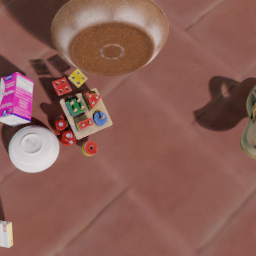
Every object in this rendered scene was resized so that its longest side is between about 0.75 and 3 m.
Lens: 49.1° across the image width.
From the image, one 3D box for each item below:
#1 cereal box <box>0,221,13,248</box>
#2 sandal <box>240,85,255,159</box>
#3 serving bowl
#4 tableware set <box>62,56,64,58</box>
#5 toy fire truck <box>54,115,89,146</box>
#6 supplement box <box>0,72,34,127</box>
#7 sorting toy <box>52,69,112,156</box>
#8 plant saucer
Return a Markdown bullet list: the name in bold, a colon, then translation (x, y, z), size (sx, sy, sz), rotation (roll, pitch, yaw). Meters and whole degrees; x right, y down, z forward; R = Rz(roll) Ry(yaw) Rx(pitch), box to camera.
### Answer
- **cereal box**: translation (-3.240, 2.575, 6.901), size (0.839, 0.166, 0.603), rotation (3, 100, 16)
- **sandal**: translation (3.745, -0.346, 7.577), size (1.097, 0.737, 2.730), rotation (21, 54, 15)
- **serving bowl**: translation (-2.582, 0.501, 7.629), size (1.345, 0.442, 1.345), rotation (3, 66, -6)
- **tableware set**: translation (-0.638, -2.736, 8.564), size (2.567, 0.514, 1.697), rotation (2, 71, 10)
- **toy fire truck**: translation (-1.613, 0.023, 7.878), size (0.760, 0.508, 0.905), rotation (-29, 81, -27)
- **supplement box**: translation (-3.191, -0.806, 7.963), size (0.665, 0.680, 1.315), rotation (-13, 67, 25)
- **sorting toy**: translation (-1.114, -0.521, 7.711), size (1.162, 0.408, 2.410), rotation (-24, 90, -32)
- **plant saucer**: translation (-0.401, -1.988, 6.713), size (2.814, 2.814, 0.515), rotation (-4, 68, -1)
